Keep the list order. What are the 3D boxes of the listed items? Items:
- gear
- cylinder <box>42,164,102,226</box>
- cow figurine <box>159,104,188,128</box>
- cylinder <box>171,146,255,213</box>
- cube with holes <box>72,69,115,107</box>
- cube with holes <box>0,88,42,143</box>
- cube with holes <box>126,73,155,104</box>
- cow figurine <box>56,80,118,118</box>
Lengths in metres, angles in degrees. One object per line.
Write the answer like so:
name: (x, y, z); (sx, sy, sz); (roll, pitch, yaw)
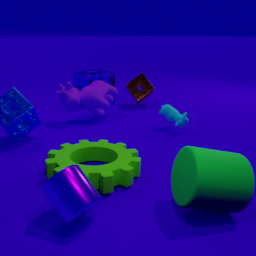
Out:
gear: (-0.736, 0.757, 6.046); (1.976, 0.365, 1.976); (2, 17, -1)
cylinder: (-0.892, 1.064, 4.482); (0.701, 0.701, 0.701); (50, 40, 15)
cow figurine: (1.389, -0.386, 8.523); (0.916, 0.503, 0.901); (40, -1, 1)
cylinder: (1.378, 0.866, 4.715); (1.007, 1.007, 1.007); (9, 18, -13)
cube with holes: (-1.387, -1.625, 11.408); (1.269, 1.269, 1.269); (-13, 24, -31)
cube with holes: (-3.064, -0.340, 7.590); (0.874, 0.874, 0.874); (40, 67, 19)
cube with holes: (0.475, -1.538, 11.063); (0.793, 0.793, 0.793); (-37, -6, -2)
cow figurine: (-1.375, -1.113, 9.370); (1.718, 0.958, 1.746); (33, 48, -5)
